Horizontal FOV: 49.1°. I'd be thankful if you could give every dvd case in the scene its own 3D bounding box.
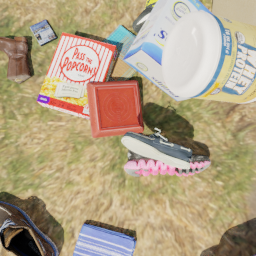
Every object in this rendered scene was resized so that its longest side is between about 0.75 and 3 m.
[{"bbox_3d":[-2.991,-3.378,9.924,0.652,0.080,0.913,-29,75,-10],"label":"dvd case"}]

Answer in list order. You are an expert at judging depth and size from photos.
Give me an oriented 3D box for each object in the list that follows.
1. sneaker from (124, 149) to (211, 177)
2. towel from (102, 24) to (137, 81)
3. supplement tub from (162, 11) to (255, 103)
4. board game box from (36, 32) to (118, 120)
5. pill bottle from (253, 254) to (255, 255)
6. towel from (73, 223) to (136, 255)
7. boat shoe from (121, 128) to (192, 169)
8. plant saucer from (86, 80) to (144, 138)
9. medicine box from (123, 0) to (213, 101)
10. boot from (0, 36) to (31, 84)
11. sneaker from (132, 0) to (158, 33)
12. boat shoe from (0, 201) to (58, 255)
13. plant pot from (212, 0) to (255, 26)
[{"bbox_3d":[1.152,0.773,8.267,2.521,0.996,1.202,1,61,-1],"label":"sneaker"},{"bbox_3d":[-0.404,-2.325,9.510,1.683,0.249,2.295,40,77,12],"label":"towel"},{"bbox_3d":[2.481,-1.671,7.100,2.764,2.000,2.000,2,71,-24],"label":"supplement tub"},{"bbox_3d":[-1.583,-1.652,8.965,1.858,0.568,2.453,16,80,7],"label":"board game box"},{"bbox_3d":[3.290,4.012,6.793,2.951,1.638,1.638,-20,74,-6],"label":"pill bottle"},{"bbox_3d":[-0.812,3.892,7.568,1.618,0.266,2.235,15,73,5],"label":"towel"},{"bbox_3d":[0.797,0.463,7.161,2.015,0.754,0.623,22,70,-14],"label":"boat shoe"},{"bbox_3d":[-0.331,-0.617,8.497,1.691,0.310,1.688,-6,88,-20],"label":"plant saucer"},{"bbox_3d":[1.523,-2.502,8.550,2.288,1.293,2.512,33,74,-19],"label":"medicine box"},{"bbox_3d":[-4.048,-2.234,9.384,1.509,0.520,1.619,-8,77,0],"label":"boot"},{"bbox_3d":[0.903,-4.106,9.849,2.265,0.843,0.958,-39,70,-20],"label":"sneaker"},{"bbox_3d":[-3.015,2.801,7.546,2.596,0.939,0.938,30,75,9],"label":"boat shoe"},{"bbox_3d":[4.017,-4.575,9.297,2.013,2.271,2.273,19,74,18],"label":"plant pot"}]
